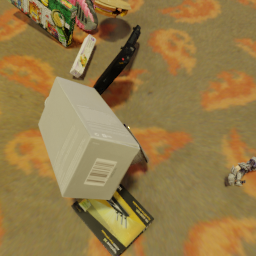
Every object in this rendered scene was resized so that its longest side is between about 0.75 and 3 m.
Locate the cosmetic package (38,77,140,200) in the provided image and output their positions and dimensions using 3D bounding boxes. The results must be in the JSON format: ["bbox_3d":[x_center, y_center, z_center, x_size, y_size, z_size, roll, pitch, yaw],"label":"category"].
[{"bbox_3d":[-1.084,0.124,6.463,1.279,1.515,2.837,14,26,-32],"label":"cosmetic package"}]

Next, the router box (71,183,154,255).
[{"bbox_3d":[-0.377,2.077,6.776,1.265,0.420,1.608,-40,68,-19],"label":"router box"}]

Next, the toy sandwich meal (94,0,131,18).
[{"bbox_3d":[-0.523,-4.011,9.307,1.383,0.473,1.383,15,29,-9],"label":"toy sandwich meal"}]

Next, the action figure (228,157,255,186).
[{"bbox_3d":[2.977,1.085,7.150,1.168,0.760,0.405,-26,53,-24],"label":"action figure"}]

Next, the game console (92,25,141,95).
[{"bbox_3d":[-0.261,-2.137,8.524,0.357,1.746,2.959,36,45,-14],"label":"game console"}]

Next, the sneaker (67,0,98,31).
[{"bbox_3d":[-1.537,-4.622,10.268,1.224,1.014,2.566,-14,66,-34],"label":"sneaker"}]

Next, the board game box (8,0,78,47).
[{"bbox_3d":[-2.947,-4.115,9.205,2.939,1.540,0.345,39,54,6],"label":"board game box"}]

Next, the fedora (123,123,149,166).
[{"bbox_3d":[0.021,0.512,6.977,0.567,1.255,1.110,-35,65,-1],"label":"fedora"}]

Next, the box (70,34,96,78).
[{"bbox_3d":[-1.448,-2.365,9.143,0.312,0.334,1.610,33,55,-28],"label":"box"}]
